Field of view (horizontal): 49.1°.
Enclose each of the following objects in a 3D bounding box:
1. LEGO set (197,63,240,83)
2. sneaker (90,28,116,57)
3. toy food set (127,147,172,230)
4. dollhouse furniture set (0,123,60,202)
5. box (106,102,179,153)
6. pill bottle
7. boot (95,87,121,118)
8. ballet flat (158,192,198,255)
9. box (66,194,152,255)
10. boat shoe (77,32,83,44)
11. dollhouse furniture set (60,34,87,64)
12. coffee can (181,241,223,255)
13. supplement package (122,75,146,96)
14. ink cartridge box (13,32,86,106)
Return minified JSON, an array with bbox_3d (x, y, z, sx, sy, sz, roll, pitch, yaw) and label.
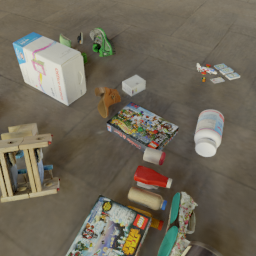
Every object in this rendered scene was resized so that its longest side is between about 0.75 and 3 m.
[{"bbox_3d":[4.288,-2.769,13.691,1.917,0.471,1.432,-15,44,-14],"label":"LEGO set"},{"bbox_3d":[-1.577,-4.691,15.219,0.988,0.905,2.320,-21,50,-19],"label":"sneaker"},{"bbox_3d":[0.851,1.709,8.767,1.190,1.263,2.645,16,50,14],"label":"toy food set"},{"bbox_3d":[-3.273,0.982,9.544,1.746,1.756,2.492,-7,17,-8],"label":"dollhouse furniture set"},{"bbox_3d":[0.545,0.010,10.978,2.356,0.444,1.609,30,53,26],"label":"box"},{"bbox_3d":[3.013,0.186,10.452,0.956,0.956,1.758,13,48,13],"label":"pill bottle"},{"bbox_3d":[-0.791,-1.104,12.047,1.103,0.545,1.421,-2,64,-41],"label":"boot"},{"bbox_3d":[1.494,2.933,7.928,0.783,0.927,2.450,29,52,-5],"label":"ballet flat"},{"bbox_3d":[-0.602,3.232,7.529,1.677,0.489,2.450,19,60,17],"label":"box"},{"bbox_3d":[-2.757,-5.191,16.091,0.301,0.361,0.967,1,51,-7],"label":"boat shoe"},{"bbox_3d":[-3.058,-3.774,14.198,0.855,1.106,2.214,-33,55,-28],"label":"dollhouse furniture set"},{"bbox_3d":[1.498,3.896,6.529,1.416,1.416,1.935,32,54,27],"label":"coffee can"},{"bbox_3d":[0.274,-1.957,12.857,0.862,0.478,0.671,-32,53,-26],"label":"supplement package"},{"bbox_3d":[-3.387,-2.614,12.334,2.958,2.138,1.252,27,52,24],"label":"ink cartridge box"}]
